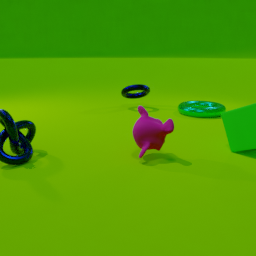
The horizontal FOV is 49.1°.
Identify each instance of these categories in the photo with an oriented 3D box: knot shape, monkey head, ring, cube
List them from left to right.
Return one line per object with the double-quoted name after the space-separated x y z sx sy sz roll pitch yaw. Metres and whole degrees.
-2.480 0.275 6.137 0.588 1.272 1.190 -16 54 9 "knot shape"
0.313 -1.486 11.502 1.212 0.242 1.212 -5 -13 -1 "ring"
0.530 0.055 6.183 0.755 1.253 0.902 10 -26 -22 "monkey head"
2.821 -0.745 10.760 1.809 0.362 1.809 0 16 0 "ring"
2.978 -0.054 6.600 0.968 0.968 0.968 -11 -5 -34 "cube"
